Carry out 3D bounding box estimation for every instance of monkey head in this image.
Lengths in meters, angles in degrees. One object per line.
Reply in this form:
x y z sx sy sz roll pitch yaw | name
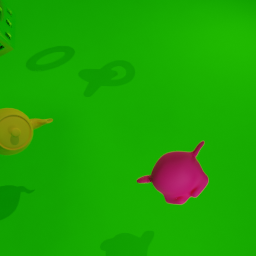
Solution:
0.946 0.828 5.214 1.487 1.070 0.896 -34 88 22 | monkey head

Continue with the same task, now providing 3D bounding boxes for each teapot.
-2.392 0.066 5.844 1.613 1.003 0.790 -22 15 -35 | teapot

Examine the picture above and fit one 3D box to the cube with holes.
-3.244 -2.165 5.685 1.271 1.271 1.271 -23 55 12 | cube with holes
